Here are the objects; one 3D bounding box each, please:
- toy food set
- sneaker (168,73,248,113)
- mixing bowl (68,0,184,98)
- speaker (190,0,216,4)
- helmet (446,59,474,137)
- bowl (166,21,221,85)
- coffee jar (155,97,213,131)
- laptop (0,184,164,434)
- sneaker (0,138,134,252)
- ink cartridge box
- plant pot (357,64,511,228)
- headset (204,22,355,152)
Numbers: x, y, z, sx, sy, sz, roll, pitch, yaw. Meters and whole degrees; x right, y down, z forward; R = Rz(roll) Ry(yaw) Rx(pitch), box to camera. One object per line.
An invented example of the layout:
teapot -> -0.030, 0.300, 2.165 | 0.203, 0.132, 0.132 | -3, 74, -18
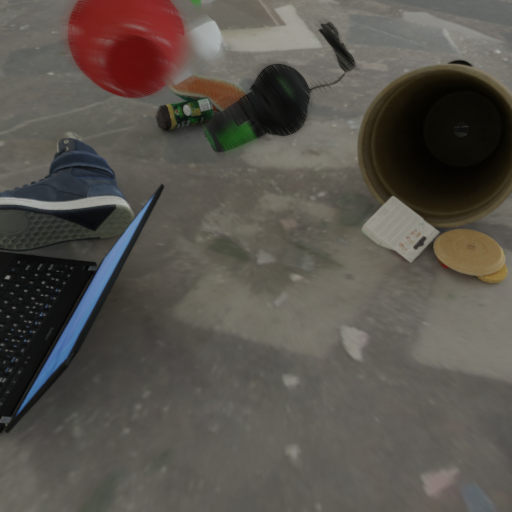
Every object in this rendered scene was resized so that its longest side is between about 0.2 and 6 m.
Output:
toy food set -> 3.735, -0.044, 9.803 | 1.243, 0.302, 1.230 | 7, 42, 8
sneaker -> -1.095, -4.030, 13.999 | 2.201, 0.785, 0.879 | 20, 5, -3
mixing bowl -> -2.134, -3.479, 9.546 | 2.017, 2.017, 1.093 | -10, 45, -11
speaker -> -0.298, -5.340, 10.237 | 2.104, 0.931, 0.931 | -15, 40, 9
helmet -> 4.568, -3.267, 12.405 | 1.795, 1.795, 1.712 | -23, 72, -24
bowl -> -1.337, -3.956, 11.135 | 1.423, 0.532, 1.425 | -30, 17, 31
coffee jar -> -1.726, -3.377, 13.350 | 1.302, 0.556, 0.679 | -16, 5, -17
laptop -> -3.485, 0.514, 7.911 | 3.786, 1.955, 3.355 | 7, 41, 7
sneaker -> -3.934, -1.199, 10.251 | 2.911, 1.107, 2.104 | -5, 49, -28
ink cartridge box -> 2.618, -0.451, 10.194 | 1.088, 0.272, 0.875 | 42, 73, 15
plant pot -> 3.719, -2.242, 10.790 | 2.896, 2.896, 2.512 | 20, 28, 22
headset -> 0.289, -2.440, 8.361 | 2.463, 1.157, 1.521 | -28, -1, 3
